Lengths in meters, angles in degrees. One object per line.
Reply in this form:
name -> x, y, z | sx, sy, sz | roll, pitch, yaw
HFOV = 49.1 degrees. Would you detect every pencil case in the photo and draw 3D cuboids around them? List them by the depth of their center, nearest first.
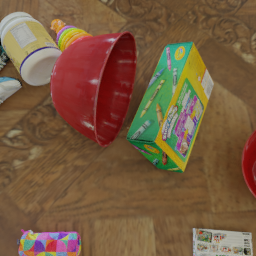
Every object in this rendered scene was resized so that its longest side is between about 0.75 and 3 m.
pencil case -> -1.873, 2.795, 6.733 | 1.479, 0.653, 0.653 | 3, 70, -1

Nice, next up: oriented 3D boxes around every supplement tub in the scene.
supplement tub -> -2.843, -2.327, 8.222 | 1.348, 1.348, 1.854 | -33, 73, -11

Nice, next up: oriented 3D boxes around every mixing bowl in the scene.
mixing bowl -> 3.904, 1.060, 6.919 | 2.405, 1.302, 2.405 | -2, 72, 7
mixing bowl -> -0.924, -1.062, 7.018 | 1.544, 2.850, 2.850 | 13, 70, 13

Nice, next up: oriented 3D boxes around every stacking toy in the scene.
stacking toy -> -1.708, -2.630, 8.537 | 1.332, 1.260, 2.295 | -31, 62, -23

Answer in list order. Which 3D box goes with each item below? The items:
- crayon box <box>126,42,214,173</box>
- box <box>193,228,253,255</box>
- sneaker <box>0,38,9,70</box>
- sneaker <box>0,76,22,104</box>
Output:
crayon box -> 1.206, -0.526, 7.229 | 0.841, 1.715, 2.887 | 7, 64, 39
box -> 2.316, 2.909, 6.880 | 1.388, 0.241, 0.764 | 5, 70, 2
sneaker -> -4.064, -2.061, 8.453 | 0.805, 0.719, 2.014 | -2, 68, 4
sneaker -> -4.072, -0.522, 7.901 | 2.559, 0.959, 1.109 | -30, 84, -6
